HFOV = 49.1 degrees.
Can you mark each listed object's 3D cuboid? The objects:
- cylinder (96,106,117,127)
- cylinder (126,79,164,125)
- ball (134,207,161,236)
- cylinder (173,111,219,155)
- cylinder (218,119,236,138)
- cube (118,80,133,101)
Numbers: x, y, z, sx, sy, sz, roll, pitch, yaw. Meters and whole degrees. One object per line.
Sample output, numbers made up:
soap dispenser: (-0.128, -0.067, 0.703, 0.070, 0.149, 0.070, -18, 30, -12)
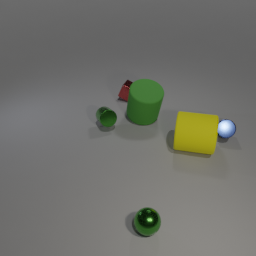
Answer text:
cylinder: (-0.876, -0.460, 11.270, 0.700, 0.700, 0.700, -12, 20, -18)
cylinder: (0.689, -1.070, 11.637, 1.400, 1.400, 1.400, 3, 52, -4)
ball: (0.502, 2.402, 7.207, 0.700, 0.700, 0.700, 0, 32, 0)
cylinder: (2.416, 0.167, 10.014, 1.400, 1.400, 1.400, 7, 33, 13)
cylinder: (3.724, 0.020, 10.720, 0.700, 0.700, 0.700, 9, 4, 14)
cube: (0.041, -1.793, 13.598, 0.700, 0.700, 0.700, 29, 37, 2)
